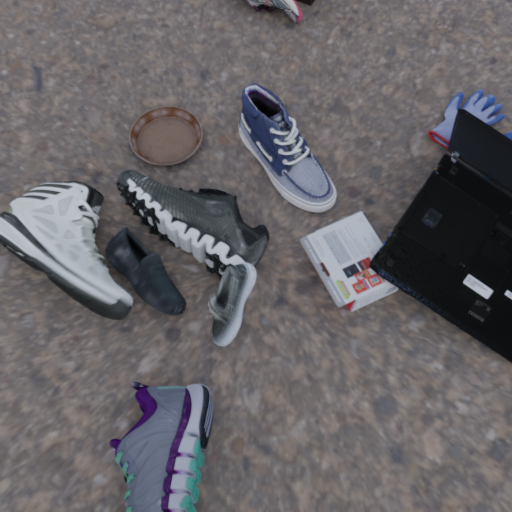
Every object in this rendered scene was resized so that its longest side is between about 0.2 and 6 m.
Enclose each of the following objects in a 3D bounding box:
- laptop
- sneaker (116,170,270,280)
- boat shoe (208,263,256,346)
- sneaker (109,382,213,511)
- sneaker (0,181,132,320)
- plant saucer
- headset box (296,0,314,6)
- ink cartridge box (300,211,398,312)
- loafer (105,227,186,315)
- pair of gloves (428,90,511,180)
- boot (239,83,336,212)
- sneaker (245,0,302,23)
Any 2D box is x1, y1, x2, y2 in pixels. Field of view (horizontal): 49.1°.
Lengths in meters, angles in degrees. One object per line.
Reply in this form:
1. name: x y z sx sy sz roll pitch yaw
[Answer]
1. laptop: 4.657 -0.523 11.113 3.560 2.074 4.017 33 94 1
2. sneaker: -1.180 -0.831 11.233 3.451 1.147 1.561 35 67 12
3. boat shoe: -0.578 0.860 10.109 0.614 1.731 0.624 3 26 -37
4. sneaker: -1.712 3.700 8.897 1.551 1.319 3.544 5 49 6
5. sneaker: -3.386 -0.368 10.854 3.482 1.314 2.004 33 71 17
6. plant saucer: -2.001 -2.629 12.517 1.616 0.278 1.616 0 64 -1
7. headset box: 0.743 -7.857 14.630 2.471 0.954 1.839 26 67 10
8. ink cartridge box: 1.796 0.170 10.948 1.432 0.684 1.632 -23 67 -10
9. loafer: -2.086 0.292 10.789 2.125 0.721 0.746 43 111 20
10. pair of gloves: 5.247 -2.689 12.553 2.010 0.285 2.501 -41 70 -16
11. boot: 0.606 -2.248 11.736 1.071 1.330 2.944 -37 70 -16
12. sneaker: 0.266 -6.486 14.154 2.059 0.830 0.769 34 104 5
